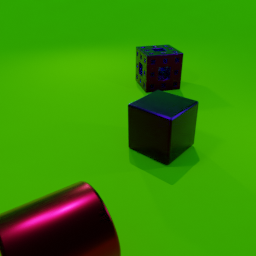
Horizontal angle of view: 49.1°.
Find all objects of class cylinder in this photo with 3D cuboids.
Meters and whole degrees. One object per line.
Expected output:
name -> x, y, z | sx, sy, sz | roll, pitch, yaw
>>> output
cylinder -> -1.006, 1.610, 3.918 | 1.353, 1.353, 1.353 | -19, 35, -29

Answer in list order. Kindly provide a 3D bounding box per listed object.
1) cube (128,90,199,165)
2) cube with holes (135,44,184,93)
cube -> 0.853, -0.067, 6.947 | 1.245, 1.245, 1.245 | 22, 36, 35
cube with holes -> 1.146, -2.315, 10.754 | 1.380, 1.380, 1.380 | -8, 31, -13
